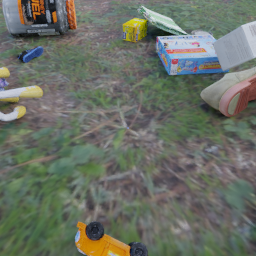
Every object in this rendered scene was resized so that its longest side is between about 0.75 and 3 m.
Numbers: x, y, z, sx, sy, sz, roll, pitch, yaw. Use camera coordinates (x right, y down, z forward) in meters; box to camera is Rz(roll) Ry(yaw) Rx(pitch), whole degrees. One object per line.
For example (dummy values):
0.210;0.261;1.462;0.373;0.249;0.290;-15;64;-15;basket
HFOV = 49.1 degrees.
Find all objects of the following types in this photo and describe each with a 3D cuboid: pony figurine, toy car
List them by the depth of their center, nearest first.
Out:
-0.011;1.659;3.133;1.211;2.469;0.822;31;69;-12;toy car
-3.918;-0.840;6.857;2.568;2.215;2.660;30;31;21;pony figurine

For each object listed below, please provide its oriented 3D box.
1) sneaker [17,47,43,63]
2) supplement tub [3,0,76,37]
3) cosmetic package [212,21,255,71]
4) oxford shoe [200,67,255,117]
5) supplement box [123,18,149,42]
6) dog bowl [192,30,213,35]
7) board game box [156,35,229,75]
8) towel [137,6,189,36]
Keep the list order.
-3.660;-2.812;10.505;0.415;0.373;1.065;24;44;17;sneaker
-3.737;-4.928;12.166;2.833;1.736;1.736;-6;38;-7;supplement tub
3.465;-2.491;8.537;0.995;0.989;1.189;-25;3;-27;cosmetic package
3.370;-1.368;8.051;2.996;1.060;1.106;-25;42;-29;oxford shoe
0.340;-4.288;12.210;0.667;0.663;1.219;19;41;23;supplement box
3.200;-3.989;12.150;0.910;0.267;0.910;0;37;0;dog bowl
2.297;-2.716;10.181;2.169;0.606;2.124;-4;38;-5;board game box
1.635;-4.701;12.477;2.007;0.308;2.631;12;30;-26;towel
